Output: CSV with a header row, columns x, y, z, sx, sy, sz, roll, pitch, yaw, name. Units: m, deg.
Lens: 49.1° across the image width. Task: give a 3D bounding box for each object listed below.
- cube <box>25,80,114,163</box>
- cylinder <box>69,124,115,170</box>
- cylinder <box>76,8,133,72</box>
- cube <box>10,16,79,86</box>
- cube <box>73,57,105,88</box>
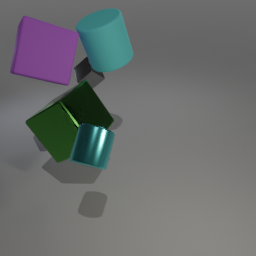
x,y,z,sx,sy,sz,roll,pitch,yaw,name
-1.488,-0.172,7.427,1.400,1.400,1.400,-24,19,32,cube
-0.652,0.357,5.158,0.700,0.700,0.700,13,-12,3,cylinder
-0.682,-2.666,8.548,1.400,1.400,1.400,-12,42,11,cylinder
-2.298,-2.005,7.577,1.400,1.400,1.400,10,6,-27,cube
-1.347,-1.884,9.702,0.700,0.700,0.700,23,39,-51,cube
